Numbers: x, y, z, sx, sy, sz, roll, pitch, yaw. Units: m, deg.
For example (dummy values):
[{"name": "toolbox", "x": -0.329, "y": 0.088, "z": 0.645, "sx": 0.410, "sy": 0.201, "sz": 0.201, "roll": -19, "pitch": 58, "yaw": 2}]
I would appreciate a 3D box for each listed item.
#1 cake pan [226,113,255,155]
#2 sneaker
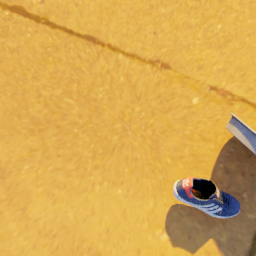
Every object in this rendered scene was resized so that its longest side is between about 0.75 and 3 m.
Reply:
[{"name": "cake pan", "x": 3.426, "y": 0.482, "z": 7.308, "sx": 2.236, "sy": 2.236, "sz": 0.410, "roll": 43, "pitch": 104, "yaw": 7}, {"name": "sneaker", "x": 2.266, "y": 1.815, "z": 7.398, "sx": 2.062, "sy": 0.871, "sz": 0.773, "roll": 18, "pitch": 54, "yaw": -16}]
